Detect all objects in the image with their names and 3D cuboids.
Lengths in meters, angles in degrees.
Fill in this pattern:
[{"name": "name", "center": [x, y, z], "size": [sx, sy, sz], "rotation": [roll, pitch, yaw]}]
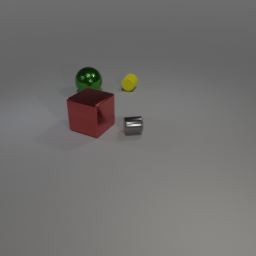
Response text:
[{"name": "cylinder", "center": [0.206, -0.111, 11.222], "size": [0.700, 0.700, 0.700], "rotation": [-4, 31, -8]}, {"name": "cube", "center": [-1.479, -0.666, 11.438], "size": [1.400, 1.400, 1.400], "rotation": [15, 33, 24]}, {"name": "cylinder", "center": [0.089, -2.443, 14.934], "size": [0.700, 0.700, 0.700], "rotation": [10, 35, 16]}, {"name": "ball", "center": [-2.021, -2.438, 14.413], "size": [1.400, 1.400, 1.400], "rotation": [0, 31, 0]}]
